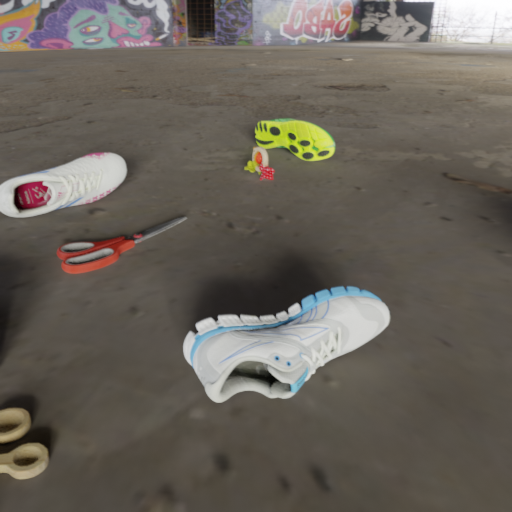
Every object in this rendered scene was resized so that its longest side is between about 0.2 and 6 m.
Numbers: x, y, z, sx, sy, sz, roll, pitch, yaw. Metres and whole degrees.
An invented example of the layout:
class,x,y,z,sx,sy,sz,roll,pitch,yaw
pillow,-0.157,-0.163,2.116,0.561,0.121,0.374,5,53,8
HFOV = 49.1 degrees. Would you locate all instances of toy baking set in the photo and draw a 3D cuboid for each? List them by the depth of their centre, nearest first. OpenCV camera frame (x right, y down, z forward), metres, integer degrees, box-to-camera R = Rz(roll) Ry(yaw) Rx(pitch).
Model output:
class,x,y,z,sx,sy,sz,roll,pitch,yaw
toy baking set,-2.928,1.821,4.227,2.183,0.331,2.844,4,25,9

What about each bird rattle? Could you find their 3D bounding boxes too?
class,x,y,z,sx,sy,sz,roll,pitch,yaw
bird rattle,0.074,-2.000,12.080,0.472,0.683,0.838,-8,21,-19

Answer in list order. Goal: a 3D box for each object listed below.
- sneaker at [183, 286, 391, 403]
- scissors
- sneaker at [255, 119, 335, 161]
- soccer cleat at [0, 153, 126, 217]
class,x,y,z,sx,sy,sz,roll,pitch,yaw
sneaker,0.427,0.992,5.659,2.195,0.823,0.951,-15,34,-11
scissors,-1.940,-0.201,8.858,2.452,0.171,0.897,-17,29,-35
sneaker,1.051,-3.038,13.978,1.062,0.941,2.542,-24,33,-34
soccer cleat,-3.391,-1.235,10.150,2.481,0.867,1.071,-24,22,-28
